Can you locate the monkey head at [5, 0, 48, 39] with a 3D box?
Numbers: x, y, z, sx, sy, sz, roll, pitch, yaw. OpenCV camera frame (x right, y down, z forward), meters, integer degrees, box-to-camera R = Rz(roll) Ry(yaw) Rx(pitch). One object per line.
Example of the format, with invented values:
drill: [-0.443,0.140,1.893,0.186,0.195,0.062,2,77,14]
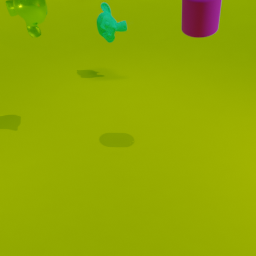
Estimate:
monkey head: [-2.372,-2.794,6.393,1.046,1.454,0.876,-9,27,6]

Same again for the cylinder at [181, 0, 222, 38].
cylinder: [1.427,-2.283,5.493,0.736,0.736,0.736,-5,47,5]

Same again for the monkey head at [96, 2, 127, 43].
monkey head: [-0.653,-4.096,11.187,1.186,1.648,0.993,-9,39,1]
